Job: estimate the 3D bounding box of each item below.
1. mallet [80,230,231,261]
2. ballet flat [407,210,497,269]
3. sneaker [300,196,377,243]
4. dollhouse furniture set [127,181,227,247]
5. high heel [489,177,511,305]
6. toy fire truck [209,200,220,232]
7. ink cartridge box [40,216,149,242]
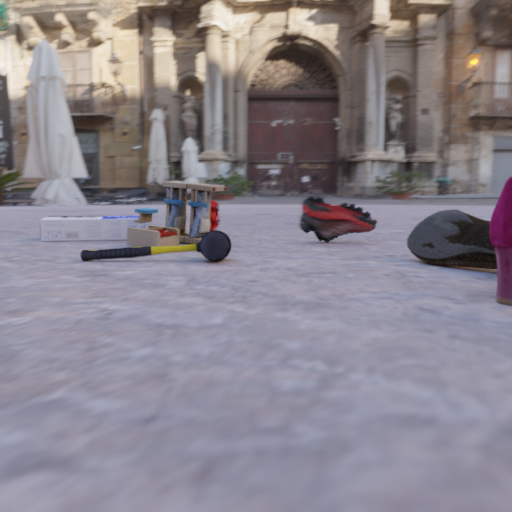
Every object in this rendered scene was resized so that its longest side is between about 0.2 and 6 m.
[{"bbox_3d":[-1.579,-0.085,8.916,2.426,0.499,0.799,-5,2,-8],"label":"mallet"},{"bbox_3d":[3.327,-0.161,8.108,0.675,0.981,2.913,35,-13,-23],"label":"ballet flat"},{"bbox_3d":[1.760,-0.711,12.355,1.835,0.896,0.648,9,32,-22],"label":"sneaker"},{"bbox_3d":[-1.587,-0.852,11.556,1.265,1.272,1.805,8,10,23],"label":"dollhouse furniture set"},{"bbox_3d":[3.547,-0.199,6.002,2.622,1.260,0.884,-4,8,-33],"label":"high heel"},{"bbox_3d":[-1.298,-0.918,14.545,0.339,0.981,1.391,19,-33,10],"label":"toy fire truck"},{"bbox_3d":[-3.770,-0.663,13.314,2.415,0.534,1.135,-1,8,-10],"label":"ink cartridge box"}]
